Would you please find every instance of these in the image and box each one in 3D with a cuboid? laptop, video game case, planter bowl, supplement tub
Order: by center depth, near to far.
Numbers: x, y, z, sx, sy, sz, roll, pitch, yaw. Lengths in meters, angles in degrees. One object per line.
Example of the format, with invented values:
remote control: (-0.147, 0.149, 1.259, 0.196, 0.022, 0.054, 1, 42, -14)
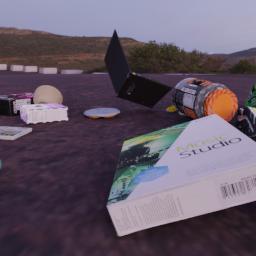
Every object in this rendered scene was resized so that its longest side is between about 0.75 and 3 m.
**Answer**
video game case: (-3.408, 0.135, 7.811, 1.064, 0.117, 0.970, 3, 14, 10)
supplement tub: (2.502, -0.901, 9.301, 1.341, 1.341, 2.190, -4, 17, -17)
laptop: (0.267, -2.109, 10.707, 2.516, 1.458, 2.356, 18, -17, -9)
planter bowl: (-3.146, -0.990, 10.803, 1.105, 1.105, 0.744, 0, 40, 1)

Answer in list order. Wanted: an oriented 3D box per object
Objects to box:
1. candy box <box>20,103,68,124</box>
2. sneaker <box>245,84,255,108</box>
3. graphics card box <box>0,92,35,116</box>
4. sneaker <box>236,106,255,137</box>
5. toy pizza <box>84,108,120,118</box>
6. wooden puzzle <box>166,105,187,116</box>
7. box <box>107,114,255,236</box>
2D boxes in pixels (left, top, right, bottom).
candy box: (-2.942, -0.528, 9.767, 1.383, 0.495, 1.160, -7, 15, -29)
sneaker: (5.314, -1.207, 11.024, 1.138, 1.242, 2.916, 4, 13, 17)
graphics card box: (-4.323, -1.070, 11.722, 1.609, 0.652, 2.566, 9, 17, 31)
sneaker: (3.672, -0.217, 7.867, 0.910, 0.788, 2.016, 6, 13, 11)
toy pizza: (-0.959, -0.529, 10.364, 1.333, 0.211, 1.333, -2, 14, 1)
wooden puzzle: (2.760, -0.709, 10.953, 2.192, 0.256, 1.479, 10, 26, 33)
box: (0.805, 0.485, 4.361, 1.952, 0.492, 2.705, -17, 10, 7)
